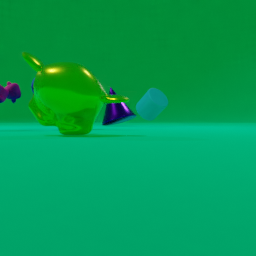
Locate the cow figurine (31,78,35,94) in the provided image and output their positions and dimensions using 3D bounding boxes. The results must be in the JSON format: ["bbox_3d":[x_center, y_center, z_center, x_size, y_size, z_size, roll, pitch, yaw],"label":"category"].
[{"bbox_3d":[-1.807,-0.857,6.846,1.455,0.812,1.479,-33,-17,32],"label":"cow figurine"}]

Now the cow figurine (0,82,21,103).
[{"bbox_3d":[-2.716,-0.704,5.844,0.878,0.482,0.864,-13,9,-8],"label":"cow figurine"}]

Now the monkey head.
[{"bbox_3d":[-0.739,-0.442,3.719,1.443,0.869,1.038,24,16,0],"label":"monkey head"}]

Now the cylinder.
[{"bbox_3d":[0.974,-0.957,11.406,0.968,0.968,0.968,-1,-34,-38],"label":"cylinder"}]

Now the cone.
[{"bbox_3d":[-0.618,-1.141,13.211,1.671,1.677,1.671,-15,-7,-2],"label":"cone"}]
